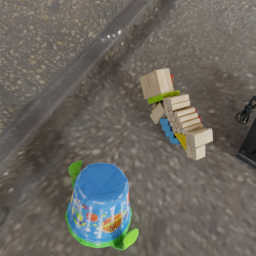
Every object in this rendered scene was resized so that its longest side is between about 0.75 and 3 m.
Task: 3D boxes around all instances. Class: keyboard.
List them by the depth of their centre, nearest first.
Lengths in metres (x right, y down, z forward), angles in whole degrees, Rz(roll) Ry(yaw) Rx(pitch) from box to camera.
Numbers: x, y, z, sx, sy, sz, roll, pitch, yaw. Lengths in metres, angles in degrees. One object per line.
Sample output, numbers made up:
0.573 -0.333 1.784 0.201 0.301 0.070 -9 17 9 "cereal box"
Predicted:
3.322 -0.147 6.674 1.429 0.305 2.380 32 71 6 "keyboard"

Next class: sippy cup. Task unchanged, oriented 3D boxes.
-0.512 1.343 5.216 1.678 1.230 1.318 16 43 7 "sippy cup"

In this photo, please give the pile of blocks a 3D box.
1.201 -0.369 6.811 0.776 1.025 2.498 -15 69 -31 "pile of blocks"
